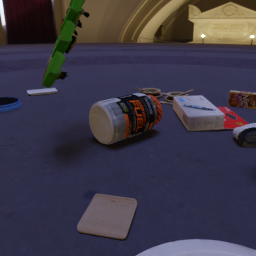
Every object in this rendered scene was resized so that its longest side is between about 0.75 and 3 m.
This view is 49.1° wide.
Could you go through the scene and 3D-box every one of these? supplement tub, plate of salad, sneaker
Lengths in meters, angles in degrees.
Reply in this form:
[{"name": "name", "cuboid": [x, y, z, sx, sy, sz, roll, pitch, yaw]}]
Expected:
[{"name": "supplement tub", "cuboid": [-0.017, -0.326, 7.955, 1.944, 1.191, 1.191, -18, 27, -38]}, {"name": "plate of salad", "cuboid": [0.947, 2.119, 2.202, 2.882, 0.692, 2.882, 5, 27, -2]}, {"name": "sneaker", "cuboid": [3.804, 0.066, 7.731, 1.828, 0.681, 0.796, -1, 16, -5]}]

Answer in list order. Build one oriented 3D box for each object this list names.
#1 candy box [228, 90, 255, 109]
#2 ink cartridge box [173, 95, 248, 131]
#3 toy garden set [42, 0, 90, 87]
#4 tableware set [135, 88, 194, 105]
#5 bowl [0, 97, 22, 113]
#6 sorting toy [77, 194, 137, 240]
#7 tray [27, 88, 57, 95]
[{"name": "candy box", "cuboid": [4.463, -1.111, 10.901, 1.009, 0.589, 0.285, 9, 23, 24]}, {"name": "ink cartridge box", "cuboid": [2.809, -0.571, 9.552, 2.131, 0.541, 2.419, -2, 21, -2]}, {"name": "toy garden set", "cuboid": [-1.469, -2.207, 7.000, 0.537, 2.690, 2.242, 20, -13, -21]}, {"name": "tableware set", "cuboid": [1.537, -1.502, 12.087, 2.386, 0.478, 1.577, 14, 25, 32]}, {"name": "bowl", "cuboid": [-4.882, -0.908, 10.800, 1.442, 0.283, 1.442, 0, 20, 0]}, {"name": "sorting toy", "cuboid": [-0.321, 1.474, 4.696, 0.815, 0.161, 0.881, 5, 26, 12]}, {"name": "tray", "cuboid": [-3.993, -1.679, 13.044, 1.307, 0.145, 0.702, -9, 22, -22]}]
